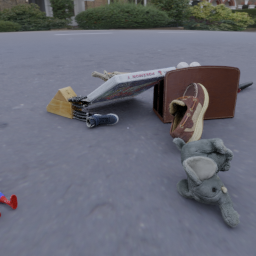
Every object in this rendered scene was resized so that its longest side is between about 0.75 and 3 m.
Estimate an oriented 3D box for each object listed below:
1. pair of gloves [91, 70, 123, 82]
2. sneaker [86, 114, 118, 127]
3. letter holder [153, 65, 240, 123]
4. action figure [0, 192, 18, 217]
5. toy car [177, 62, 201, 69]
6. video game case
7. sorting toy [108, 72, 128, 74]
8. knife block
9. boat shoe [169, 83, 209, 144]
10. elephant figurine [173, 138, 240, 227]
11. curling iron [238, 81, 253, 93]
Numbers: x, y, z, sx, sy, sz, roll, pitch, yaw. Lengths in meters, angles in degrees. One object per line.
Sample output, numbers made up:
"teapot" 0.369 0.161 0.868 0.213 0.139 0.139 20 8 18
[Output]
"pair of gloves" -0.553 -2.040 11.942 1.618 0.334 1.903 17 -4 -33
"sneaker" -0.915 -0.239 9.435 1.046 0.398 0.756 0 11 25
"letter holder" 2.422 -1.409 10.240 2.741 1.948 1.378 -5 24 -10
"action figure" -3.183 1.289 6.043 1.950 0.504 0.638 14 30 34
"toy car" 3.030 -2.581 14.141 1.452 1.271 1.089 -1 58 -4
"video game case" -0.037 -1.512 10.614 2.652 0.334 2.910 -15 -4 -33
"sorting toy" -0.317 -3.005 16.002 1.699 0.231 0.957 4 20 7
"knife block" -2.114 -0.656 10.449 1.792 1.573 0.573 -40 -7 40
"boat shoe" 1.726 -0.583 8.421 0.942 0.944 2.617 33 51 -17
"elephant figurine" 1.579 1.046 5.914 1.339 1.221 1.726 -18 27 38
"curling iron" 5.130 -1.839 13.067 2.886 0.369 0.715 -16 -8 -40
